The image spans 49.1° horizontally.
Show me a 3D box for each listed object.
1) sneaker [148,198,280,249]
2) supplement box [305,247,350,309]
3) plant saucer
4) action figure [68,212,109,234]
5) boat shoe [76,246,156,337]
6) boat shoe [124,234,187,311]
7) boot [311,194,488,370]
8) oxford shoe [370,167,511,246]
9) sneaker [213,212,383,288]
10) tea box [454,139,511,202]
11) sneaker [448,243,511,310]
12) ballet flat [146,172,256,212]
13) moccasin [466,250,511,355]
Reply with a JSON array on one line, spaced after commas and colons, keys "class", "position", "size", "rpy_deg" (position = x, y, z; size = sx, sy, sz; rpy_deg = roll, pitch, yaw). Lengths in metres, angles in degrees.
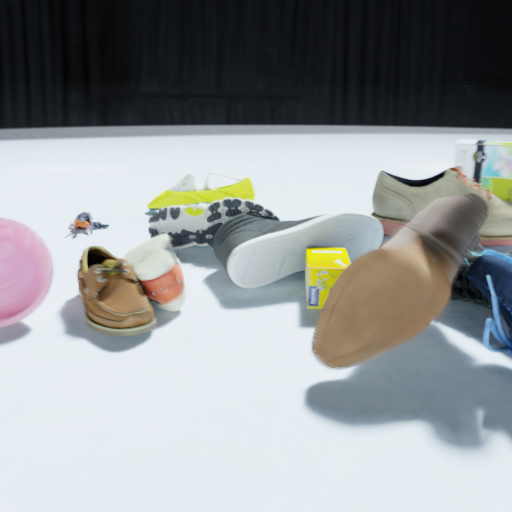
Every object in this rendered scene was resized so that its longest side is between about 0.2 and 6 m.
[{"class": "sneaker", "position": [-0.734, -0.623, 10.659], "size": [2.622, 1.016, 1.044], "rpy_deg": [5, 8, 15]}, {"class": "supplement box", "position": [1.024, 0.294, 8.064], "size": [0.611, 0.607, 1.115], "rpy_deg": [1, 16, 3]}, {"class": "plant saucer", "position": [-3.336, 0.220, 7.214], "size": [1.403, 1.403, 0.356], "rpy_deg": [-4, -7, -12]}, {"class": "action figure", "position": [-3.573, -0.734, 11.928], "size": [0.829, 0.434, 0.802], "rpy_deg": [-2, 25, -9]}, {"class": "boat shoe", "position": [-1.977, 0.411, 7.437], "size": [0.778, 0.735, 2.163], "rpy_deg": [-11, 20, -32]}, {"class": "boat shoe", "position": [-1.455, 0.203, 8.314], "size": [0.762, 0.670, 2.140], "rpy_deg": [-31, 20, -8]}, {"class": "boot", "position": [1.678, 0.345, 6.757], "size": [2.808, 0.986, 2.053], "rpy_deg": [-40, -10, -8]}, {"class": "oxford shoe", "position": [4.168, -1.032, 11.116], "size": [3.786, 1.416, 1.334], "rpy_deg": [4, 17, 13]}, {"class": "sneaker", "position": [0.619, -0.322, 9.335], "size": [2.956, 1.045, 1.466], "rpy_deg": [-12, 25, -25]}, {"class": "tea box", "position": [5.306, -1.638, 12.518], "size": [1.754, 1.783, 1.192], "rpy_deg": [7, 18, 22]}, {"class": "sneaker", "position": [2.951, 0.379, 7.610], "size": [1.004, 0.955, 2.533], "rpy_deg": [-12, 9, -5]}, {"class": "ballet flat", "position": [-1.366, -1.620, 13.989], "size": [2.750, 0.922, 0.919], "rpy_deg": [-4, 13, -11]}, {"class": "moccasin", "position": [2.777, 0.809, 5.267], "size": [1.168, 0.990, 2.904], "rpy_deg": [28, 13, -18]}]
